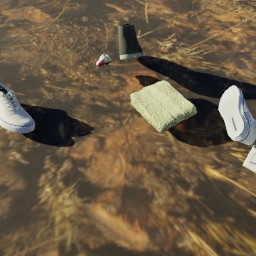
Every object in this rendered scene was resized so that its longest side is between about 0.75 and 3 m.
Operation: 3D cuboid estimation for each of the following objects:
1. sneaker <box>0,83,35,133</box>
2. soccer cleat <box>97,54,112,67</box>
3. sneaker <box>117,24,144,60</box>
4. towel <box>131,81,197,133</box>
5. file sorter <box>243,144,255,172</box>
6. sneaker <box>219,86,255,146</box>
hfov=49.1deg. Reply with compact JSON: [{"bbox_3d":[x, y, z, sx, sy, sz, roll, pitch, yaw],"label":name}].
[{"bbox_3d":[-3.773,-0.700,8.732,2.426,0.859,0.886,33,38,27],"label":"sneaker"},{"bbox_3d":[-0.944,-2.505,10.329,0.321,0.397,0.920,-27,4,29],"label":"soccer cleat"},{"bbox_3d":[0.121,-3.288,10.554,0.841,1.195,2.250,-4,18,6],"label":"sneaker"},{"bbox_3d":[1.067,-0.772,8.947,1.499,0.369,2.021,-29,47,-9],"label":"towel"},{"bbox_3d":[4.313,0.337,7.329,1.467,1.317,2.114,31,49,21],"label":"file sorter"},{"bbox_3d":[3.228,-0.340,8.173,0.771,0.795,2.178,31,44,-21],"label":"sneaker"}]
